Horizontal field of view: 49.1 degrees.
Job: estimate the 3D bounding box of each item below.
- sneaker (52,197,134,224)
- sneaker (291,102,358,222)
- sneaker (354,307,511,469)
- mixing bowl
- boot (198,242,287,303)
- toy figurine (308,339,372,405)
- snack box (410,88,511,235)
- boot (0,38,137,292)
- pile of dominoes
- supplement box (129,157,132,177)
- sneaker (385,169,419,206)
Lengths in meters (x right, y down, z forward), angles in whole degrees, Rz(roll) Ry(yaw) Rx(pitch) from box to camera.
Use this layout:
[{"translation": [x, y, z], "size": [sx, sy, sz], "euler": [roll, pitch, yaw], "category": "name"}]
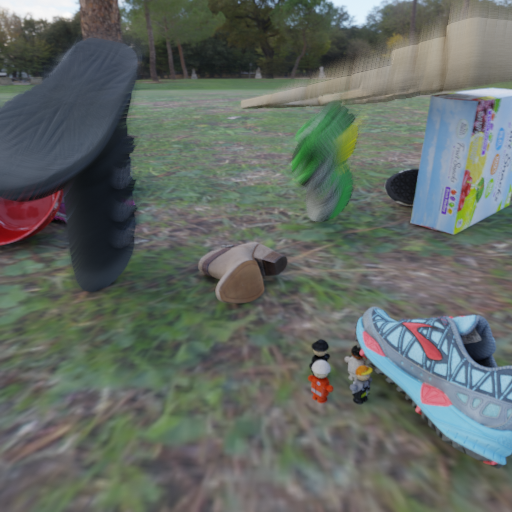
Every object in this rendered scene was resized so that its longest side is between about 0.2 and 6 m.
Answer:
[{"translation": [-3.430, -1.157, 10.500], "size": [2.350, 1.037, 0.956], "euler": [4, 21, 10], "category": "sneaker"}, {"translation": [0.998, -1.437, 9.515], "size": [1.034, 2.426, 0.947], "euler": [-32, 56, -18], "category": "sneaker"}, {"translation": [1.656, 0.885, 4.895], "size": [0.777, 0.936, 1.960], "euler": [29, 9, -32], "category": "sneaker"}, {"translation": [-4.192, -1.129, 9.496], "size": [2.210, 2.210, 1.197], "euler": [0, -11, -1], "category": "mixing bowl"}, {"translation": [-0.358, 0.205, 7.699], "size": [1.137, 0.546, 1.555], "euler": [8, 20, 38], "category": "boot"}, {"translation": [0.794, 1.084, 5.314], "size": [0.595, 0.421, 0.605], "euler": [2, 20, 6], "category": "toy figurine"}, {"translation": [4.119, -1.887, 10.570], "size": [0.943, 2.349, 2.785], "euler": [21, 29, 37], "category": "snack box"}, {"translation": [-2.103, -0.601, 6.574], "size": [0.980, 2.986, 2.461], "euler": [23, 49, 3], "category": "boot"}, {"translation": [2.130, -2.961, 9.007], "size": [3.251, 0.664, 4.171], "euler": [-11, 13, -31], "category": "pile of dominoes"}, {"translation": [-3.459, -1.808, 12.731], "size": [1.078, 0.724, 1.077], "euler": [0, 20, -1], "category": "supplement box"}, {"translation": [3.578, -1.455, 12.143], "size": [2.163, 0.776, 0.896], "euler": [-9, -2, -25], "category": "sneaker"}]
